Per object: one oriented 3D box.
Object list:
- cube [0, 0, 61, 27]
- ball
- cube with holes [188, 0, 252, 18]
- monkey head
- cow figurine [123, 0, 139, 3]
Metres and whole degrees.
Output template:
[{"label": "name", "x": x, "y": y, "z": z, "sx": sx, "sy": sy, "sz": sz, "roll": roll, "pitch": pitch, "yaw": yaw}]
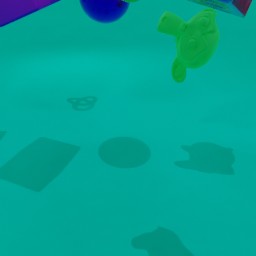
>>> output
[{"label": "cube", "x": -2.338, "y": -3.016, "z": 5.972, "sx": 1.145, "sy": 1.145, "sz": 1.145, "roll": -12, "pitch": 30, "yaw": 24}, {"label": "ball", "x": -0.519, "y": -2.972, "z": 6.295, "sx": 1.172, "sy": 1.172, "sz": 1.172, "roll": 0, "pitch": 28, "yaw": 0}, {"label": "cube with holes", "x": 0.415, "y": -1.491, "z": 1.798, "sx": 1.126, "sy": 1.126, "sz": 1.126, "roll": 26, "pitch": 26, "yaw": 17}, {"label": "monkey head", "x": 1.307, "y": -1.975, "z": 6.127, "sx": 1.323, "sy": 1.839, "sz": 1.108, "roll": 26, "pitch": 4, "yaw": 8}, {"label": "cow figurine", "x": 0.291, "y": -2.088, "z": 3.791, "sx": 1.224, "sy": 0.683, "sz": 1.244, "roll": 18, "pitch": -10, "yaw": -11}]
